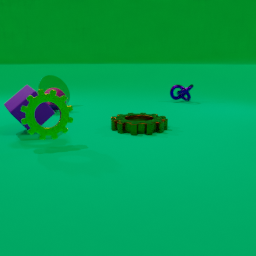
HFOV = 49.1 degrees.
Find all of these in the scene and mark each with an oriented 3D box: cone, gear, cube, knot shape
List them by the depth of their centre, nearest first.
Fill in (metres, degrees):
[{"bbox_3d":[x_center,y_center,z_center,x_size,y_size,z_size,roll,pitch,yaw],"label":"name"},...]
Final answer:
[{"bbox_3d":[-1.721,-0.283,5.991,1.068,1.068,0.198,-6,3,-22],"label":"gear"},{"bbox_3d":[-2.531,-0.494,7.195,0.797,0.797,0.797,-44,38,-12],"label":"cube"},{"bbox_3d":[0.303,-0.139,7.695,1.541,0.285,1.541,0,14,0],"label":"gear"},{"bbox_3d":[-2.631,-0.905,9.702,0.842,0.842,0.845,0,18,-2],"label":"cone"},{"bbox_3d":[-3.284,-1.206,11.209,1.371,1.365,1.365,-23,-4,40],"label":"cone"},{"bbox_3d":[2.421,-1.575,12.124,1.056,0.488,0.988,19,-37,-34],"label":"knot shape"}]
